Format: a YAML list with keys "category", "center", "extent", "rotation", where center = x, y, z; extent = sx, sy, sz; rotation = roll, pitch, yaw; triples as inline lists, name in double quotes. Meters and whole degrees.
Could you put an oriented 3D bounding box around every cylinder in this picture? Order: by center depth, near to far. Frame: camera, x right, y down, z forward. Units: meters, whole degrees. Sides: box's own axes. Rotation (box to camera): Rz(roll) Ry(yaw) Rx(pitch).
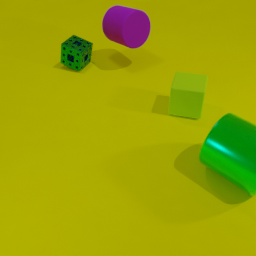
- category: "cylinder"
  center: [2.467, 0.542, 6.047]
  extent: [1.337, 1.337, 1.337]
  rotation: [-34, 52, -32]
- category: "cylinder"
  center: [-0.064, -3.435, 9.500]
  extent: [1.215, 1.215, 1.215]
  rotation: [-27, 40, -26]

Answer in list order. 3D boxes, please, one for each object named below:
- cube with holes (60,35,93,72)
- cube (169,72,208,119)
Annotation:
- category: "cube with holes"
  center: [-1.797, -2.617, 9.793]
  extent: [0.786, 0.786, 0.786]
  rotation: [26, 47, 8]
- category: "cube"
  center: [1.704, -0.940, 7.963]
  extent: [0.917, 0.917, 0.917]
  rotation: [9, 42, 13]
